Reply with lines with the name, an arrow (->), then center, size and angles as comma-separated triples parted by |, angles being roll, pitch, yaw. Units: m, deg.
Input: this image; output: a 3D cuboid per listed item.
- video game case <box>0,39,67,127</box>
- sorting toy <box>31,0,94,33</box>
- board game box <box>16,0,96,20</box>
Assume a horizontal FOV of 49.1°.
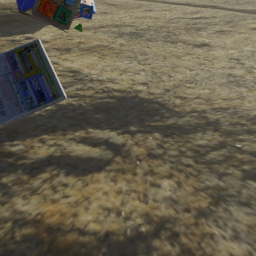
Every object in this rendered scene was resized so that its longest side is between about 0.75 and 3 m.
video game case -> -2.430, -1.074, 6.385 | 1.542, 0.187, 1.694 | -25, 74, -9
sorting toy -> -1.548, -2.750, 6.203 | 1.729, 0.974, 0.236 | 18, 12, -33
board game box -> -2.378, -4.421, 9.432 | 1.803, 1.095, 2.261 | -10, 7, 15
